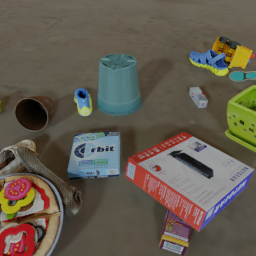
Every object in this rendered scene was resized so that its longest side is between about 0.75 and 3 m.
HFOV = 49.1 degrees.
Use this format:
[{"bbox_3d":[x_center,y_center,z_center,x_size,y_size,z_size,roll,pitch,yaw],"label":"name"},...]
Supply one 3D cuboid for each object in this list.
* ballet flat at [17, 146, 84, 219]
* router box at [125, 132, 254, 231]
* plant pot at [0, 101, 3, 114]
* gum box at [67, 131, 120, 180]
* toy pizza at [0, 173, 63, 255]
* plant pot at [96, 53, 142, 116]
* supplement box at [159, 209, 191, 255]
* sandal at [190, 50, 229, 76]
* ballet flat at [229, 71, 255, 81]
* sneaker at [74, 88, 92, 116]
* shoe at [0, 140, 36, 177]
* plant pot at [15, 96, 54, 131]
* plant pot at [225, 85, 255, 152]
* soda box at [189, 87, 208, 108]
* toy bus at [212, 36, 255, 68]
[{"bbox_3d":[-2.065,1.275,7.379,0.626,0.909,2.698,-41,56,-20],"label":"ballet flat"},{"bbox_3d":[1.637,1.173,7.345,2.306,0.628,2.569,31,34,34],"label":"router box"},{"bbox_3d":[-5.111,-0.796,10.337,0.803,0.845,0.845,8,36,-11],"label":"plant pot"},{"bbox_3d":[-0.968,0.778,8.409,1.436,0.376,1.690,-4,36,2],"label":"gum box"},{"bbox_3d":[-2.871,2.145,6.108,2.927,0.464,2.927,-7,46,7],"label":"toy pizza"},{"bbox_3d":[-0.367,-1.725,10.607,1.838,1.800,1.838,-1,38,1],"label":"plant pot"},{"bbox_3d":[1.093,2.314,6.368,0.585,0.461,0.894,15,39,10],"label":"supplement box"},{"bbox_3d":[3.919,-3.335,13.452,0.880,0.964,2.215,-29,44,-30],"label":"sandal"},{"bbox_3d":[5.194,-2.348,12.645,1.360,0.472,0.472,1,37,-2],"label":"ballet flat"},{"bbox_3d":[-1.716,-1.254,10.723,0.661,0.917,1.745,-12,39,-15],"label":"sneaker"},{"bbox_3d":[-3.394,0.968,8.074,0.758,0.579,2.169,11,38,14],"label":"shoe"},{"bbox_3d":[-3.139,-0.661,9.917,1.182,1.182,1.265,5,23,7],"label":"plant pot"},{"bbox_3d":[4.145,-0.212,8.873,1.645,1.500,1.653,-29,46,-32],"label":"plant pot"},{"bbox_3d":[2.805,-1.230,11.166,0.368,0.342,1.077,-5,38,-7],"label":"soda box"},{"bbox_3d":[5.269,-3.696,13.854,1.719,1.215,1.790,1,32,-21],"label":"toy bus"}]
